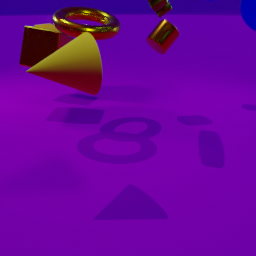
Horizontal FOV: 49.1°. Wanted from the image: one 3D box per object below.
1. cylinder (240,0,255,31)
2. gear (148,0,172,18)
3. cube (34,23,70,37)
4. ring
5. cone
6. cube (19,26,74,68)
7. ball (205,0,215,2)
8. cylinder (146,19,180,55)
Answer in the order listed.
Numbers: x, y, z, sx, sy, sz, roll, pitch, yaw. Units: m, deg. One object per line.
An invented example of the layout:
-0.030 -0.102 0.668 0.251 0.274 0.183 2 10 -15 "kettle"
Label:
2.898 -2.689 5.300 1.310 1.310 1.310 10 57 21 "cylinder"
0.427 -3.600 6.643 0.357 1.933 1.933 -27 16 21 "gear"
-2.872 -3.214 10.479 1.008 1.008 1.008 25 29 8 "cube"
-1.145 -2.963 7.865 1.902 0.380 1.902 7 38 -6 "ring"
-1.144 -1.007 4.693 1.087 1.083 1.083 -13 27 -26 "cone"
-2.543 -2.437 8.951 1.201 1.201 1.201 13 9 10 "cube"
2.777 -4.602 9.350 0.701 0.701 0.701 0 24 0 "ball"
1.052 -2.748 8.487 0.736 0.736 0.736 38 -1 1 "cylinder"
